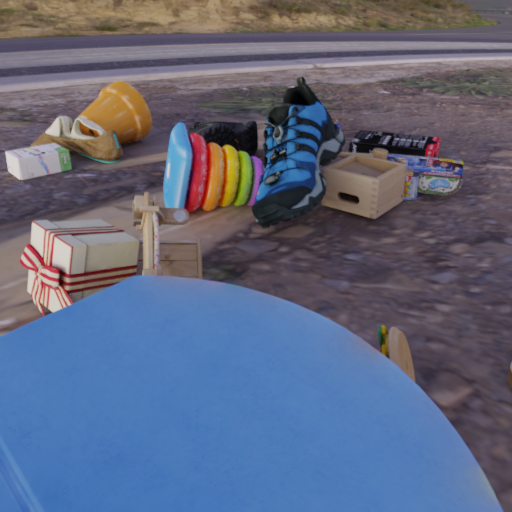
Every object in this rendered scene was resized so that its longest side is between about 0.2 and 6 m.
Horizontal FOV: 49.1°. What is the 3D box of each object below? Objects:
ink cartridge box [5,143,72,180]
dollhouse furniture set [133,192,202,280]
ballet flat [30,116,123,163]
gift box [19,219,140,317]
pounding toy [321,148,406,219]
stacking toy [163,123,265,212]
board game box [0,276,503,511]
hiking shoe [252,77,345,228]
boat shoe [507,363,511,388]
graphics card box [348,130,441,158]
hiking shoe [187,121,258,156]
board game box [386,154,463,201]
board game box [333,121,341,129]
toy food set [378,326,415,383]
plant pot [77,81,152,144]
[{"bbox_3d":[-5.053,-2.205,12.999,1.198,0.503,0.868,-21,33,-35],"label":"ink cartridge box"},{"bbox_3d":[-1.060,-0.217,7.316,0.984,1.719,2.016,0,-14,-16],"label":"dollhouse furniture set"},{"bbox_3d":[-4.508,-2.956,13.965,2.690,0.973,0.912,12,25,24],"label":"ballet flat"},{"bbox_3d":[-2.344,0.243,7.429,1.175,1.274,1.189,19,17,40],"label":"gift box"},{"bbox_3d":[2.105,-1.522,11.209,1.681,0.875,1.914,19,33,34],"label":"pounding toy"},{"bbox_3d":[-0.356,-1.521,10.916,2.758,1.514,1.601,3,34,-17],"label":"stacking toy"},{"bbox_3d":[-1.174,2.202,3.675,5.612,1.093,4.434,-27,41,-33],"label":"board game box"},{"bbox_3d":[0.509,-1.837,10.005,1.330,1.550,3.576,-19,27,30],"label":"hiking shoe"},{"bbox_3d":[4.094,0.834,6.280,2.789,1.062,0.999,-15,30,-27],"label":"boat shoe"},{"bbox_3d":[3.428,-2.654,13.877,2.072,0.527,1.300,11,29,18],"label":"graphics card box"},{"bbox_3d":[-1.128,-2.653,13.484,1.512,1.138,3.004,4,17,26],"label":"hiking shoe"},{"bbox_3d":[3.397,-1.604,11.764,1.734,0.535,1.733,9,29,17],"label":"board game box"},{"bbox_3d":[1.574,-3.428,15.368,0.945,0.574,1.186,-17,32,-30],"label":"board game box"},{"bbox_3d":[1.441,1.141,5.710,0.209,0.860,0.852,-12,46,23],"label":"toy food set"},{"bbox_3d":[-3.827,-3.547,14.729,1.598,1.598,1.463,20,47,34],"label":"plant pot"}]
